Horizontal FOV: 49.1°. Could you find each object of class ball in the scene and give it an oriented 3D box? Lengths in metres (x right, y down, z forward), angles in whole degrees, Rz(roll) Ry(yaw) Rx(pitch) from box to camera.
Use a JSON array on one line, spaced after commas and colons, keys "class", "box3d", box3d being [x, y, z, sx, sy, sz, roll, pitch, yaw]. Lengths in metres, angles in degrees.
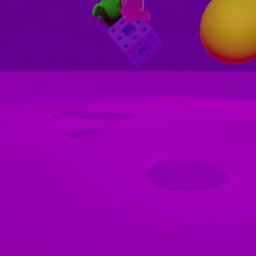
[{"class": "ball", "box3d": [1.844, -1.704, 4.715, 1.228, 1.228, 1.228, 0, 13, 0]}]

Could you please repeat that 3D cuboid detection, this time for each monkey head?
[{"class": "monkey head", "box3d": [-0.623, -4.251, 10.306, 1.102, 1.829, 1.316, 30, 38, 4]}, {"class": "monkey head", "box3d": [0.243, -3.269, 7.545, 0.867, 0.726, 1.205, 15, -10, 20]}]

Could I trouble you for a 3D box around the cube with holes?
[{"class": "cube with holes", "box3d": [0.258, -3.154, 9.900, 1.203, 1.203, 1.203, -39, -24, 11]}]
